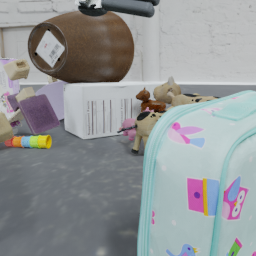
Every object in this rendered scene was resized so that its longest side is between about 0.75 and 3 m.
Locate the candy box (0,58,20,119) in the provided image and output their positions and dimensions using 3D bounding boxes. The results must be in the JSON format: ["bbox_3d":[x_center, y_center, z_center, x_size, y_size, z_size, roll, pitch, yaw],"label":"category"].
[{"bbox_3d":[-5.042,-1.450,10.442,2.598,2.179,0.929,10,16,42],"label":"candy box"}]

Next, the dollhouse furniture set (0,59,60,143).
[{"bbox_3d":[-3.408,-0.289,6.731,1.745,1.948,2.458,-26,2,44],"label":"dollhouse furniture set"}]

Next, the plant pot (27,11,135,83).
[{"bbox_3d":[-1.539,-2.395,8.528,2.639,2.639,2.824,5,15,23],"label":"plant pot"}]

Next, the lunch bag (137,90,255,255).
[{"bbox_3d":[0.962,0.456,2.501,0.765,1.592,1.985,15,21,42],"label":"lunch bag"}]

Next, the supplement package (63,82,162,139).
[{"bbox_3d":[-0.443,-0.619,8.298,2.573,1.409,1.463,-7,13,-31],"label":"supplement package"}]

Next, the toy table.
[{"bbox_3d":[-2.477,-1.065,10.136,2.000,1.839,1.171,-12,21,10],"label":"toy table"}]

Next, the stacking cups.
[{"bbox_3d":[-2.346,0.297,6.549,1.065,0.322,0.322,2,12,9],"label":"stacking cups"}]

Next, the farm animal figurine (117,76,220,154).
[{"bbox_3d":[1.207,-0.432,6.669,2.701,1.424,2.731,7,23,1],"label":"farm animal figurine"}]

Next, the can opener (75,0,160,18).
[{"bbox_3d":[-0.202,-2.009,4.446,1.541,0.406,0.512,20,-5,30],"label":"can opener"}]
